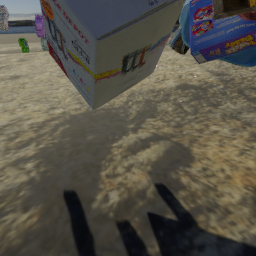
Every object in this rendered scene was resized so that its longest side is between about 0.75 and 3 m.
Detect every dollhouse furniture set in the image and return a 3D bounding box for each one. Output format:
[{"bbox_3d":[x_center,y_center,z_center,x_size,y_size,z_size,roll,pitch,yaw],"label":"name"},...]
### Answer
[{"bbox_3d":[2.226,-2.624,4.623,1.553,1.177,1.772,-19,16,-19],"label":"dollhouse furniture set"}]

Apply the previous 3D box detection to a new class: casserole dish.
[{"bbox_3d":[2.815,-2.797,8.191,2.848,1.725,0.553,17,0,-5],"label":"casserole dish"}]

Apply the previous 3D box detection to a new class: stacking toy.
[{"bbox_3d":[-2.709,-2.954,8.985,2.055,0.641,2.726,0,-8,-5],"label":"stacking toy"}]

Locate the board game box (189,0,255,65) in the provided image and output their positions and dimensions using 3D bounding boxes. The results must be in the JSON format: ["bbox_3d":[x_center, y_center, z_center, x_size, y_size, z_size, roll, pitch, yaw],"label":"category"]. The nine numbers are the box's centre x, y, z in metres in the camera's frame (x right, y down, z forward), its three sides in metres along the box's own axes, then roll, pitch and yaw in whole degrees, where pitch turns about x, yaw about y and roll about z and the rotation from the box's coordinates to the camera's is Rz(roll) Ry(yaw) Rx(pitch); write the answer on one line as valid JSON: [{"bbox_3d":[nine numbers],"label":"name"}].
[{"bbox_3d":[2.593,-2.583,6.276,2.410,1.620,0.540,-12,-27,36],"label":"board game box"}]

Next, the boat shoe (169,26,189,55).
[{"bbox_3d":[2.399,-3.599,9.836,0.812,2.249,0.814,-11,53,-49],"label":"boat shoe"}]

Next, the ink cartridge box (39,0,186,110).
[{"bbox_3d":[-0.501,-2.290,6.363,2.166,2.995,2.176,-34,78,-19],"label":"ink cartridge box"}]
